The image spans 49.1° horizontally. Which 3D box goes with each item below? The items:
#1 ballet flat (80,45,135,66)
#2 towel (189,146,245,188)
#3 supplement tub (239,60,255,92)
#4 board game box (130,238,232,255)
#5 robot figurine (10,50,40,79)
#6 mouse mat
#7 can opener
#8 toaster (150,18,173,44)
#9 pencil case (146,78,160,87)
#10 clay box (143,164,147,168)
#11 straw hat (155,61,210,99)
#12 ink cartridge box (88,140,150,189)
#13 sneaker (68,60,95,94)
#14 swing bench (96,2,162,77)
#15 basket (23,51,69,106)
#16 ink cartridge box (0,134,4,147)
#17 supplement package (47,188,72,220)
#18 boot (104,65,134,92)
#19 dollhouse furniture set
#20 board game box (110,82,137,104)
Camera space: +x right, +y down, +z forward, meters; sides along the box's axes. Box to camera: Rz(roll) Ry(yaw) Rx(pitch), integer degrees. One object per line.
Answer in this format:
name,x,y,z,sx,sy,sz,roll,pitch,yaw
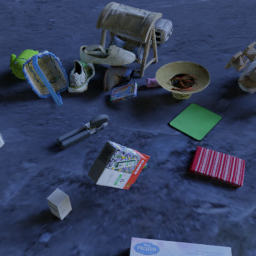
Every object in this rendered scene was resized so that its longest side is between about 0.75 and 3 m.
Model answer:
ballet flat,-1.083,-3.629,13.723,2.840,0.986,0.986,5,43,12
towel,3.174,1.346,9.951,1.806,0.203,1.306,17,44,15
supplement tub,6.052,-2.542,13.435,1.050,1.050,1.592,25,49,24
board game box,1.273,4.139,6.713,2.677,0.581,2.664,4,44,4
robot figurine,-5.073,-3.188,14.070,1.668,1.100,1.901,9,43,6
mouse mat,2.869,-0.311,11.798,1.575,0.074,1.957,32,53,29
can opener,-1.762,0.067,10.986,2.179,0.724,0.573,-31,53,-23
toaster,1.646,-5.848,16.863,1.999,1.136,1.291,13,47,14
pencil case,1.388,-2.228,13.542,1.049,0.459,0.459,-5,44,-4
clay box,0.265,1.103,9.955,0.815,0.194,0.468,41,12,35
straw hat,2.451,-1.899,12.697,2.554,1.081,2.554,-4,43,4
ink cartridge box,-0.073,1.223,8.490,0.538,2.136,1.164,36,99,43
sneaker,-2.263,-2.855,13.631,1.053,1.213,2.738,2,44,2
swing bench,-0.001,-4.557,14.267,2.804,2.819,1.829,23,48,22
basket,-3.622,-2.307,12.396,1.683,2.134,2.420,-23,39,-1
ink cartridge box,-6.119,0.042,10.732,1.711,0.987,2.358,-30,51,-28
supplement package,-2.072,2.308,8.486,0.472,0.807,0.473,26,49,25
boot,-0.428,-2.420,13.419,1.127,0.869,2.326,8,40,9
dollhouse furniture set,6.199,-2.469,12.844,2.839,1.848,2.608,-35,77,-16
board game box,-0.186,-1.586,12.650,1.196,0.206,0.809,-14,46,20
